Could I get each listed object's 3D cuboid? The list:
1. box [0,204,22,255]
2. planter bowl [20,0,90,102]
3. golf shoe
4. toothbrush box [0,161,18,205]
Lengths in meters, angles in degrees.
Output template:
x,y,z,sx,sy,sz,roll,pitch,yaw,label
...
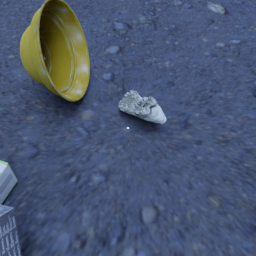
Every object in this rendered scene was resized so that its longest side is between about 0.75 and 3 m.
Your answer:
x,y,z,sx,sy,sz,roll,pitch,yaw,label
-2.229,1.887,4.327,1.217,1.543,0.384,5,16,24,box
-1.982,-1.886,7.196,1.056,2.535,2.535,-5,45,17,planter bowl
0.346,-0.467,7.310,0.662,0.822,1.691,-52,31,-2,golf shoe
-3.357,1.163,5.687,1.660,0.714,1.208,13,49,12,toothbrush box
